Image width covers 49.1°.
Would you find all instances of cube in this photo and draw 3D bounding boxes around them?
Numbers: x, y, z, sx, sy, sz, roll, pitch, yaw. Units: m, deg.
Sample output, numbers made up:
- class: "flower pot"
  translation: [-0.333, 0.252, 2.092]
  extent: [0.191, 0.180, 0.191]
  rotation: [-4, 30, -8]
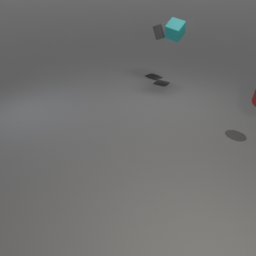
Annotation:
- class: "cube"
  translation: [1.775, -4.873, 13.968]
  extent: [0.700, 0.700, 0.700]
  rotation: [-29, 20, -30]
- class: "cube"
  translation: [2.155, -4.483, 12.789]
  extent: [0.700, 0.700, 0.700]
  rotation: [27, 68, 21]

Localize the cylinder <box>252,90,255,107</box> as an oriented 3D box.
- class: "cylinder"
  translation: [4.299, -1.034, 8.697]
  extent: [0.700, 0.700, 0.700]
  rotation: [-1, 48, 2]
